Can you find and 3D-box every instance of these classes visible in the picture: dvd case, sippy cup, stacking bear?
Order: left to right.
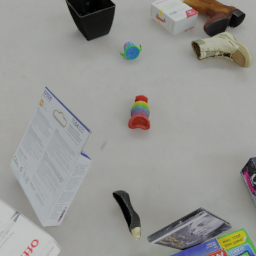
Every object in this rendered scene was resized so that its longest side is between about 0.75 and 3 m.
[{"bbox_3d":[0.086,-2.674,9.558,0.688,0.540,0.504,10,38,-27],"label":"sippy cup"},{"bbox_3d":[0.356,-0.523,7.974,0.620,0.580,1.021,4,49,3],"label":"stacking bear"},{"bbox_3d":[1.223,1.973,5.300,1.150,1.546,0.124,-35,47,18],"label":"dvd case"}]

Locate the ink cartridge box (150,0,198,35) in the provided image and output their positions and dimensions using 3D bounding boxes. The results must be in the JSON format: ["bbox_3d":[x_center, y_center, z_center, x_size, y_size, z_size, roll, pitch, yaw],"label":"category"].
[{"bbox_3d":[1.707,-4.299,10.620,1.085,0.624,1.495,-28,59,-19],"label":"ink cartridge box"}]

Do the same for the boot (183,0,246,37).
[{"bbox_3d":[2.972,-4.466,10.666,2.125,0.773,2.258,-33,60,-21],"label":"boot"}]

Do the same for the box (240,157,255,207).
[{"bbox_3d":[3.377,1.396,6.375,0.964,0.837,1.459,-8,55,-6],"label":"box"}]

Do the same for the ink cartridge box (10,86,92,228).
[{"bbox_3d":[-1.621,0.524,5.987,2.154,0.475,2.194,41,106,41],"label":"ink cartridge box"}]

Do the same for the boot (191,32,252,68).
[{"bbox_3d":[3.068,-2.492,9.301,1.419,0.661,1.835,-15,50,-12],"label":"boot"}]

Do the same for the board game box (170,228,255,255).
[{"bbox_3d":[1.518,3.208,5.359,2.601,0.379,1.750,-16,56,-11],"label":"board game box"}]

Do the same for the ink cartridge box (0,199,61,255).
[{"bbox_3d":[-2.774,2.416,5.568,2.287,0.947,1.676,27,59,18],"label":"ink cartridge box"}]

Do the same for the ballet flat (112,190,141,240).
[{"bbox_3d":[-0.029,1.864,6.039,0.361,0.422,1.271,7,30,-26],"label":"ballet flat"}]

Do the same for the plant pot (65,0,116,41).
[{"bbox_3d":[-1.302,-3.964,10.035,1.347,1.195,1.344,-25,58,-18],"label":"plant pot"}]
